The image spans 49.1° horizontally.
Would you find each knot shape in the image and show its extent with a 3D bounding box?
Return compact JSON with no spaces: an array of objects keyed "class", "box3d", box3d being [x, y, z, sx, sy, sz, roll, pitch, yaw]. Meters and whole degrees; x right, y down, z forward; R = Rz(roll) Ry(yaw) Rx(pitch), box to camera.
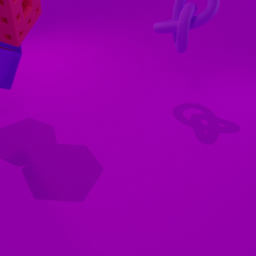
[{"class":"knot shape","box3d":[1.484,-2.820,7.447,0.872,1.888,1.767,30,52,-26]}]

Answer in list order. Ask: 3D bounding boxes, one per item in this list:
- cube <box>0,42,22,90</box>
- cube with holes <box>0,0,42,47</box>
[{"class":"cube","box3d":[-3.478,-1.885,7.070,1.208,1.208,1.208,8,43,-34]},{"class":"cube with holes","box3d":[-2.651,-2.700,5.744,1.232,1.232,1.232,17,58,-1]}]
